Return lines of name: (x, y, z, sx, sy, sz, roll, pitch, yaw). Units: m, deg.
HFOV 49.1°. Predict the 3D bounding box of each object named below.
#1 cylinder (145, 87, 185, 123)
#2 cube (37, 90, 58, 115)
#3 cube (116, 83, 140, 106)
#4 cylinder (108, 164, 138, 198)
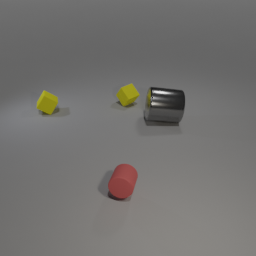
cylinder: (1.510, -0.954, 11.677, 1.400, 1.400, 1.400, 5, 28, -5)
cube: (-3.645, -1.149, 12.663, 0.700, 0.700, 0.700, 27, 18, -27)
cube: (-0.012, -1.571, 13.331, 0.700, 0.700, 0.700, -27, 79, -33)
cylinder: (-0.131, 1.462, 7.778, 0.700, 0.700, 0.700, 6, 26, 11)
